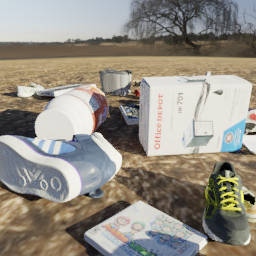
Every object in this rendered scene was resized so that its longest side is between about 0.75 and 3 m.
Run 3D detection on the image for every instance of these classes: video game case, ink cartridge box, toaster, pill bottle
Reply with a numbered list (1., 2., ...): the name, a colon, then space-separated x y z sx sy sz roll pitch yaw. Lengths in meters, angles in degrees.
1. video game case: 0.294 1.874 4.774 1.574 0.187 1.433 17 25 42
2. ink cartridge box: 1.909 -0.404 8.457 2.949 2.159 1.266 -3 22 -8
3. toaster: -0.652 -2.718 16.585 2.188 1.413 1.243 7 21 23
4. video game case: -3.604 -2.214 16.265 2.645 0.309 2.405 -18 18 -37
5. video game case: 0.860 -0.648 12.222 2.178 0.280 2.396 -2 20 -9
6. pill bottle: -1.775 -0.383 9.267 1.651 1.651 2.944 4 19 11

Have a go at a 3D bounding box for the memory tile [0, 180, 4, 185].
1. memory tile: -3.745 0.993 7.409 1.769 0.194 2.309 -14 23 -36

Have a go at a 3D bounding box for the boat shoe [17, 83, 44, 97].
1. boat shoe: -5.739 -2.304 16.523 0.773 0.673 2.097 7 20 21

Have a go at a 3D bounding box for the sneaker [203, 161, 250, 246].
1. sneaker: 1.806 1.321 5.329 0.779 0.885 2.092 2 18 8

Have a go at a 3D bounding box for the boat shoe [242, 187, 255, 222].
1. boat shoe: 2.455 1.456 5.741 0.400 0.366 1.071 2 19 7

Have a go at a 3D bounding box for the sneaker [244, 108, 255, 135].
1. sneaker: 4.665 -0.363 10.092 2.886 1.163 1.204 1 13 3

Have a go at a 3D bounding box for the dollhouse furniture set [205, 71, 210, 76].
1. dollhouse furniture set: 3.395 -1.218 11.495 1.922 1.722 2.426 -16 -11 41

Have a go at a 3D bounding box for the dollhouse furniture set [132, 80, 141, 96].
1. dollhouse furniture set: 1.060 -2.158 15.650 0.793 1.049 1.949 -9 14 -25

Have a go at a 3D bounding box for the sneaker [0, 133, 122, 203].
1. sneaker: -1.612 0.702 6.762 2.980 1.200 2.182 12 19 32

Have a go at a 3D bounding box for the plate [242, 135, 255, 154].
1. plate: 4.230 0.551 8.688 1.367 0.221 1.370 1 18 0
